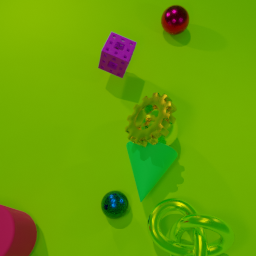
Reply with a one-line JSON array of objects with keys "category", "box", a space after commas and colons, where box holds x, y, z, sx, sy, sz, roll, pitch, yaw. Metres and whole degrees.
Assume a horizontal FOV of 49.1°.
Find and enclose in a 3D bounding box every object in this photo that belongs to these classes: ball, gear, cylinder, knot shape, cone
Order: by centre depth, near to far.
[{"category": "cylinder", "box": [-2.834, 2.374, 6.133, 1.269, 1.269, 1.269, -2, 66, 4]}, {"category": "knot shape", "box": [1.323, 2.612, 6.277, 1.875, 0.867, 1.755, 9, 93, 31]}, {"category": "gear", "box": [0.510, -0.204, 6.584, 1.332, 0.246, 1.332, -29, 43, 31]}, {"category": "cone", "box": [0.459, 1.178, 6.966, 1.343, 1.343, 1.348, 12, 66, 5]}, {"category": "ball", "box": [-0.323, 1.919, 6.998, 0.705, 0.705, 0.705, 0, 66, 0]}, {"category": "ball", "box": [0.766, 0.029, 7.579, 1.164, 1.164, 1.164, 0, 66, 0]}, {"category": "ball", "box": [1.568, -3.590, 9.319, 0.942, 0.942, 0.942, 0, 66, 0]}]

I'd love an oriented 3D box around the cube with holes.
[{"category": "cube with holes", "box": [-0.317, -2.109, 8.148, 0.791, 0.791, 0.791, 23, 62, -2]}]
